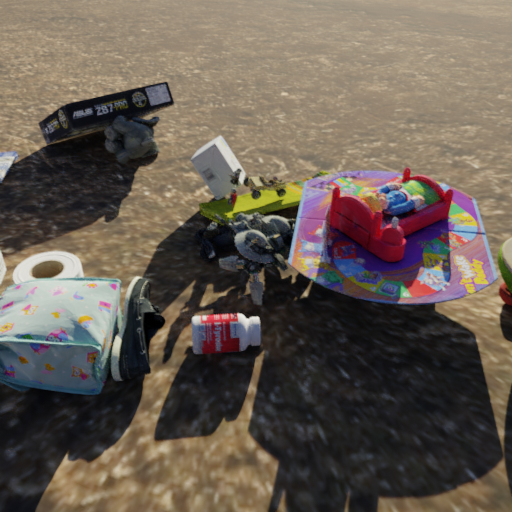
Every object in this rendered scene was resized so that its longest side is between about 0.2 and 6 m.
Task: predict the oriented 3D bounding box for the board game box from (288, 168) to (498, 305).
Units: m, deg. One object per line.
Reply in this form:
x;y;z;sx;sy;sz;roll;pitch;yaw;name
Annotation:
2.563;-0.892;10.556;3.589;0.884;4.543;6;37;8;board game box

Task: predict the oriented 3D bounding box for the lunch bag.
-3.306;1.202;8.954;2.037;1.242;1.735;4;36;-4;lunch bag

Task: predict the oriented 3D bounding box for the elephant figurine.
-3.221;-3.402;15.607;1.476;1.346;1.902;45;31;1;elephant figurine

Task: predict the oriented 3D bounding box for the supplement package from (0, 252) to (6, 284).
-5.623;0.047;10.425;1.363;1.425;1.048;-3;35;-6;supplement package

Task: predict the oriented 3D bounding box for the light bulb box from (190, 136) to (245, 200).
-0.885;-2.115;13.357;0.736;1.169;1.179;-30;16;13;light bulb box

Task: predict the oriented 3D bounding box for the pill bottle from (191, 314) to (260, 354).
-0.504;1.292;9.340;1.116;0.627;0.627;-3;35;-5;pill bottle

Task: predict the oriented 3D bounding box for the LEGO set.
0.112;-0.721;11.336;2.349;1.025;3.617;-1;49;-25;LEGO set

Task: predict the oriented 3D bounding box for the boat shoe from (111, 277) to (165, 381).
-1.878;1.162;9.377;0.685;0.772;2.067;-2;38;3;boat shoe

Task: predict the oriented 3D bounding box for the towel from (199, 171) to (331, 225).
0.515;-1.407;13.121;3.521;0.318;1.515;-17;20;-23;towel

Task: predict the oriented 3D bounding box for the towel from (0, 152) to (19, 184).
-7.169;-2.311;14.874;1.323;0.214;1.801;-5;33;-3;towel

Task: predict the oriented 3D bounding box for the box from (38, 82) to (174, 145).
-4.315;-4.097;16.115;3.175;0.780;2.559;-26;14;-31;box

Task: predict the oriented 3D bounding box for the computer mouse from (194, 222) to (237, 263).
-0.407;-0.443;11.971;1.729;0.456;1.197;-9;35;-12;computer mouse

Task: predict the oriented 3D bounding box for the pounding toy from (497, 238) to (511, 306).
5.277;0.739;9.867;2.494;1.157;1.925;15;39;-1;pounding toy

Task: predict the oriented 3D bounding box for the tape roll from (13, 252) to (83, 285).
-3.968;0.435;10.730;1.260;0.441;1.260;1;35;0;tape roll
